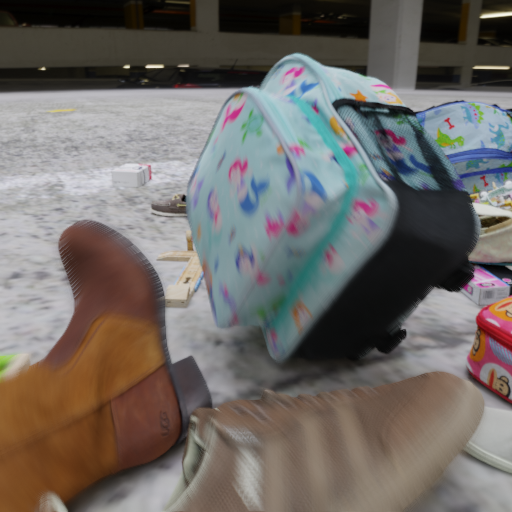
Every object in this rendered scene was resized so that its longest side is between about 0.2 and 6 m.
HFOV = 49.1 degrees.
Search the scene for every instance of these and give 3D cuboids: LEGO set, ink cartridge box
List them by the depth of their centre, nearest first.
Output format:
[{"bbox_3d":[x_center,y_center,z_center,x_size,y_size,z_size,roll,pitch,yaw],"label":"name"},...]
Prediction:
[{"bbox_3d":[3.255,0.244,8.376,0.818,0.320,1.726,-4,19,-9],"label":"ink cartridge box"},{"bbox_3d":[4.245,-0.516,9.659,1.057,0.856,2.299,-19,-21,29],"label":"LEGO set"},{"bbox_3d":[-3.166,-2.058,14.295,0.700,0.408,0.968,4,21,9],"label":"ink cartridge box"}]

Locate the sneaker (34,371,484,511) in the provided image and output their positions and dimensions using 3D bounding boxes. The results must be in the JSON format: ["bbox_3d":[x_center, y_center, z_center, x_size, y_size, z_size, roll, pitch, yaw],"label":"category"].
[{"bbox_3d":[0.248,1.320,3.657,3.376,1.189,1.275,-21,60,-41],"label":"sneaker"}]

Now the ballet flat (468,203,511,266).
[{"bbox_3d":[2.662,-0.375,8.489,2.954,0.921,0.996,-2,29,20],"label":"ballet flat"}]

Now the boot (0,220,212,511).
[{"bbox_3d":[-1.762,0.869,4.402,0.833,2.289,2.432,-30,-8,40],"label":"boot"}]

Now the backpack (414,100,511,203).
[{"bbox_3d":[3.656,-1.745,10.349,2.628,1.931,2.405,0,-10,-44],"label":"backpack"}]

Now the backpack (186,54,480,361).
[{"bbox_3d":[0.536,-0.624,6.061,2.251,2.655,2.991,9,45,-23],"label":"backpack"}]

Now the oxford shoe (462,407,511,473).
[{"bbox_3d":[2.519,1.518,4.593,1.949,0.563,0.733,11,27,33],"label":"oxford shoe"}]

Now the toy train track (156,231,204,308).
[{"bbox_3d":[-0.950,0.065,8.659,1.477,0.419,2.576,2,21,6],"label":"toy train track"}]

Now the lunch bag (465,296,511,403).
[{"bbox_3d":[3.418,1.030,5.593,2.099,0.860,1.849,-12,28,-28],"label":"lunch bag"}]

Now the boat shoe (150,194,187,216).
[{"bbox_3d":[-1.473,-1.058,11.570,1.522,0.453,0.547,6,21,15],"label":"boat shoe"}]

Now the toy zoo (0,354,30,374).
[{"bbox_3d":[-3.522,1.478,5.063,2.476,0.253,1.624,-2,21,-6],"label":"toy zoo"}]
